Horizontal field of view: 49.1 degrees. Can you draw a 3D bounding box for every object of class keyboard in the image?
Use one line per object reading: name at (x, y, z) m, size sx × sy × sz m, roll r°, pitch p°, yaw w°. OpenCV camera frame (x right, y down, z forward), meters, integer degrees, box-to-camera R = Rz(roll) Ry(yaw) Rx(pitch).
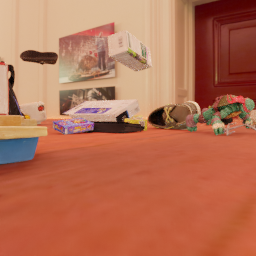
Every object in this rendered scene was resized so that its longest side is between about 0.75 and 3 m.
keyboard at (-0.896, -0.050, 7.350) m, size 2.370 × 0.304 × 1.423 m, roll 1°, pitch 3°, yaw 35°

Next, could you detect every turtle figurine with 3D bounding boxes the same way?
turtle figurine at (2.286, -0.288, 6.449) m, size 1.422 × 0.956 × 1.899 m, roll -1°, pitch -3°, yaw -29°

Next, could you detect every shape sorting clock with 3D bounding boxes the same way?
shape sorting clock at (-2.031, 0.060, 2.377) m, size 2.597 × 0.510 × 2.597 m, roll 0°, pitch 2°, yaw 0°

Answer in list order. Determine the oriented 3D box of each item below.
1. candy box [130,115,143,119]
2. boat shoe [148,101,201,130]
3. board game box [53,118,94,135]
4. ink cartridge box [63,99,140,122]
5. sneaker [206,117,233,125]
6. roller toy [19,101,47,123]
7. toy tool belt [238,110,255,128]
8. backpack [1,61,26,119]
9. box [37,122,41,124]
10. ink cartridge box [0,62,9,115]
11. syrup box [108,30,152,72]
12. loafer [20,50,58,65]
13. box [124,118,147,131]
candy box at (-0.283, -0.364, 12.298) m, size 1.645 × 0.455 × 0.950 m, roll -1°, pitch 4°, yaw -28°
boat shoe at (1.320, -0.331, 8.404) m, size 0.673 × 0.805 × 2.252 m, roll -1°, pitch -3°, yaw -21°
board game box at (-1.270, -0.055, 6.512) m, size 0.784 × 0.176 × 0.527 m, roll -10°, pitch 22°, yaw -42°
ink cartridge box at (-1.112, -0.621, 11.242) m, size 2.966 × 0.581 × 1.475 m, roll 5°, pitch 30°, yaw 40°
sneaker at (3.862, -0.275, 11.877) m, size 1.212 × 0.364 × 0.632 m, roll -4°, pitch 1°, yaw 13°
roller toy at (-4.226, -0.607, 12.238) m, size 1.240 × 0.950 × 1.359 m, roll -15°, pitch 11°, yaw -29°
toy tool belt at (4.071, -0.235, 8.830) m, size 1.161 × 0.725 × 0.713 m, roll 4°, pitch -27°, yaw 23°
backpack at (-3.039, -0.508, 6.245) m, size 1.213 × 1.575 × 1.500 m, roll -17°, pitch 7°, yaw -29°
box at (-4.743, -0.570, 13.428) m, size 0.899 × 0.770 × 0.894 m, roll -2°, pitch 3°, yaw -34°
ink cartridge box at (-2.570, -0.327, 4.017) m, size 1.344 × 0.780 × 1.862 m, roll 0°, pitch -9°, yaw -31°
syrup box at (0.106, -2.498, 9.293) m, size 0.724 × 0.700 × 1.779 m, roll -10°, pitch -10°, yaw 29°
loafer at (-3.147, -2.422, 9.937) m, size 1.315 × 0.480 × 0.467 m, roll 4°, pitch -39°, yaw -7°
box at (0.206, -0.116, 8.309) m, size 0.500 × 0.333 × 1.329 m, roll 0°, pitch 2°, yaw -10°
